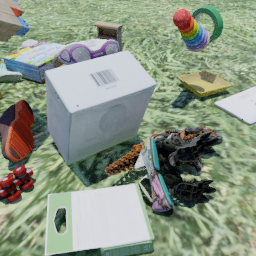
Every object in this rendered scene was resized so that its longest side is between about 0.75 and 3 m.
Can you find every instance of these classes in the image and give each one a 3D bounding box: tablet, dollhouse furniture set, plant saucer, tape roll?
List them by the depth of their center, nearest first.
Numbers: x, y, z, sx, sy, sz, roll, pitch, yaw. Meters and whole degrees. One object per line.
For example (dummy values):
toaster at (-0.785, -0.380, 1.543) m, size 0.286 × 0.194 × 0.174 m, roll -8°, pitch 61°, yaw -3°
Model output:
tablet at (4.118, -0.813, 9.208) m, size 2.226 × 0.152 × 1.449 m, roll -21°, pitch 41°, yaw -26°
tape roll at (2.693, -3.553, 9.683) m, size 0.291 × 1.212 × 1.212 m, roll -31°, pitch 46°, yaw -29°
plant saucer at (2.709, -1.556, 10.073) m, size 1.374 × 0.333 × 1.374 m, roll -16°, pitch 40°, yaw -20°
dollhouse furniture set at (-1.231, -2.931, 10.855) m, size 2.305 × 1.633 × 2.509 m, roll 16°, pitch 39°, yaw 21°

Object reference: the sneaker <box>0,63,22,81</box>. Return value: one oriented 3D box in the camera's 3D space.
sneaker at (-4.595, -2.183, 10.627) m, size 1.210 × 0.445 × 0.714 m, roll -2°, pitch 66°, yaw 1°

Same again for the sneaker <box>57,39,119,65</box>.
sneaker at (-1.532, -2.767, 10.331) m, size 2.383 × 0.892 × 1.187 m, roll -17°, pitch 28°, yaw -32°

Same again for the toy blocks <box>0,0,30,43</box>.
toy blocks at (-3.113, -2.826, 6.385) m, size 2.302 × 1.150 × 1.574 m, roll 55°, pitch 20°, yaw 3°

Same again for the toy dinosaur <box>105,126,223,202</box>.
toy dinosaur at (1.012, 0.683, 6.494) m, size 2.957 × 1.511 × 2.007 m, roll -33°, pitch 28°, yaw -12°

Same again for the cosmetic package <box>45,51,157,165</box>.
cosmetic package at (-0.744, -0.473, 6.819) m, size 2.128 × 2.135 × 1.312 m, roll -22°, pitch 61°, yaw -27°

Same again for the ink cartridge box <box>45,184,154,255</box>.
ink cartridge box at (-0.565, 1.783, 5.365) m, size 1.876 × 0.450 × 1.365 m, roll -6°, pitch 36°, yaw -9°

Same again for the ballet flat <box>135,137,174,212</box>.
ballet flat at (0.473, 0.981, 5.932) m, size 0.570 × 0.554 × 1.603 m, roll -19°, pitch 72°, yaw 13°

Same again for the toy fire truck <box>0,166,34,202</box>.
toy fire truck at (-2.595, 1.187, 6.227) m, size 0.746 × 0.498 × 0.889 m, roll 2°, pitch 31°, yaw 36°

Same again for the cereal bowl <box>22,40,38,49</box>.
cereal bowl at (-4.687, -4.016, 13.448) m, size 0.839 × 0.349 × 0.839 m, roll -1°, pitch 36°, yaw 0°

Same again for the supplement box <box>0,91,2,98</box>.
supplement box at (-5.195, -1.253, 8.895) m, size 0.963 × 1.221 × 1.865 m, roll 22°, pitch 42°, yaw 27°

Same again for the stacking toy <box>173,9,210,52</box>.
stacking toy at (1.858, -2.956, 8.353) m, size 0.790 × 0.790 × 1.851 m, roll 24°, pitch 4°, yaw 30°

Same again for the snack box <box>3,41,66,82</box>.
snack box at (-3.457, -2.753, 11.345) m, size 1.887 × 0.757 × 2.238 m, roll 18°, pitch 41°, yaw 25°

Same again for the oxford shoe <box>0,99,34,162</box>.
oxford shoe at (-3.097, 0.143, 7.502) m, size 0.871 × 0.855 × 2.403 m, roll -23°, pitch 34°, yaw 4°
